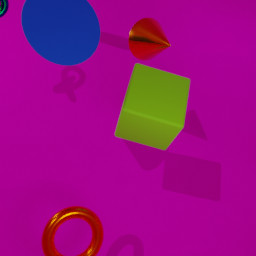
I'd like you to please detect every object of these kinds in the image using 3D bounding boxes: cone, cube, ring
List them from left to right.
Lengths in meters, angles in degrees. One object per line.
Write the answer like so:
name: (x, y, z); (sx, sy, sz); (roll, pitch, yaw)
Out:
cone: (-1.427, -1.735, 5.364); (1.367, 1.372, 1.367); (1, 89, -29)
ring: (-1.073, 2.163, 5.534); (1.233, 0.247, 1.233); (1, 87, -22)
cube: (0.454, -0.380, 5.460); (1.096, 1.096, 1.096); (16, 62, -3)
cone: (0.621, -1.783, 5.834); (0.916, 0.916, 0.920); (-35, 35, -11)

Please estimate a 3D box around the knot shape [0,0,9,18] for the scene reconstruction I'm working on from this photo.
knot shape: (-3.248, -3.264, 6.483); (0.599, 1.297, 1.214); (13, 81, 6)
